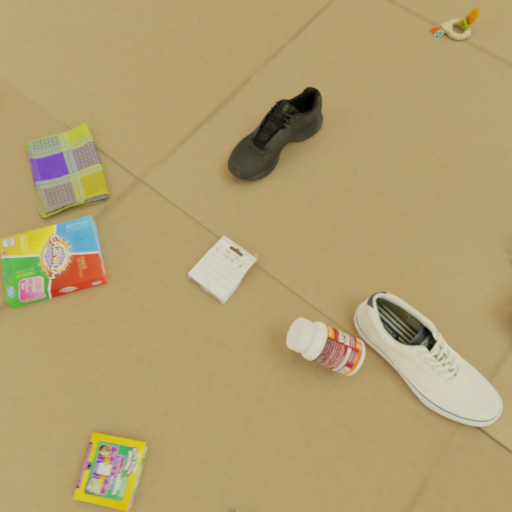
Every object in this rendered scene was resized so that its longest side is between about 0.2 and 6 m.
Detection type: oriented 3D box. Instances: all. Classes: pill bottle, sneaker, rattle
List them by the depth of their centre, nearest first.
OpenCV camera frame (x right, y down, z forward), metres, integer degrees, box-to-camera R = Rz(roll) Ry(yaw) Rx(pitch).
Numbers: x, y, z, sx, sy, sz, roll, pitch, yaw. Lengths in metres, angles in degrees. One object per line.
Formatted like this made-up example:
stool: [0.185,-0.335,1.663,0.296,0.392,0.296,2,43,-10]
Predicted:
pill bottle: [1.183,1.534,9.564,1.235,0.677,0.677,25,65,-19]
sneaker: [2.948,1.785,9.669,2.980,1.055,1.088,37,70,15]
sneaker: [0.384,-2.624,11.657,0.988,1.181,2.602,41,73,15]
rattle: [4.703,-5.511,13.297,0.943,0.674,0.614,5,84,-4]

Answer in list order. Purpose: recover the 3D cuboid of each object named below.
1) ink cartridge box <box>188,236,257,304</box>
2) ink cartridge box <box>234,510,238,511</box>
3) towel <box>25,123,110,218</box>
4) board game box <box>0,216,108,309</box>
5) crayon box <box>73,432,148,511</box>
ink cartridge box: [-0.643,0.256,10.835,0.869,0.257,1.086,35,69,15]
ink cartridge box: [-0.240,4.718,8.790,0.972,0.228,0.961,36,72,17]
towel: [-3.993,-1.813,11.795,1.472,0.233,2.049,-17,67,-7]
board game box: [-3.927,0.098,10.835,1.823,0.368,1.395,-16,66,-7]
crayon box: [-2.387,3.556,9.266,0.925,0.313,1.072,11,66,4]
